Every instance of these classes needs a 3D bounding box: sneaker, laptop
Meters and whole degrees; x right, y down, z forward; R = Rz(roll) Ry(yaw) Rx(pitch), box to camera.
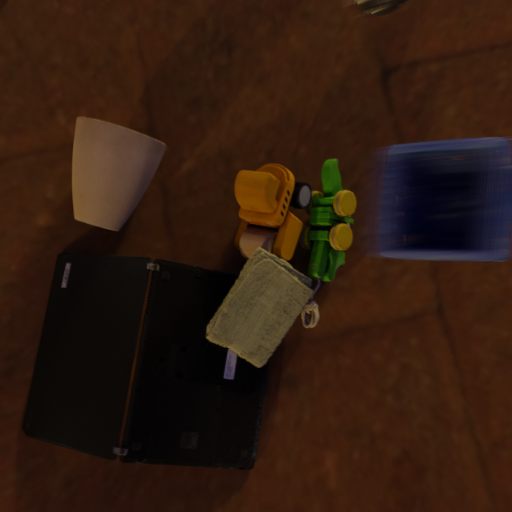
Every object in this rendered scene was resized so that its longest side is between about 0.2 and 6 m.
[{"bbox_3d":[0.843,-3.534,5.930,0.912,2.334,1.054,-28,62,29],"label":"sneaker"},{"bbox_3d":[-1.436,1.420,7.822,2.933,1.515,2.599,12,79,-24],"label":"laptop"}]

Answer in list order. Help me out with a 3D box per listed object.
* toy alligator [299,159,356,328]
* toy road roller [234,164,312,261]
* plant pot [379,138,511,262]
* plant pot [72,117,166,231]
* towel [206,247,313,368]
[{"bbox_3d":[1.056,-0.150,7.918,0.645,0.704,2.376,11,84,-42],"label":"toy alligator"},{"bbox_3d":[0.095,-0.621,7.677,0.817,0.971,1.330,11,80,36],"label":"toy road roller"},{"bbox_3d":[1.942,-0.476,5.515,1.115,1.003,1.115,4,88,36],"label":"plant pot"},{"bbox_3d":[-2.054,-1.078,7.843,1.262,1.262,1.347,17,92,3],"label":"plant pot"},{"bbox_3d":[0.060,0.700,7.505,1.057,0.260,1.424,33,85,-21],"label":"towel"}]
